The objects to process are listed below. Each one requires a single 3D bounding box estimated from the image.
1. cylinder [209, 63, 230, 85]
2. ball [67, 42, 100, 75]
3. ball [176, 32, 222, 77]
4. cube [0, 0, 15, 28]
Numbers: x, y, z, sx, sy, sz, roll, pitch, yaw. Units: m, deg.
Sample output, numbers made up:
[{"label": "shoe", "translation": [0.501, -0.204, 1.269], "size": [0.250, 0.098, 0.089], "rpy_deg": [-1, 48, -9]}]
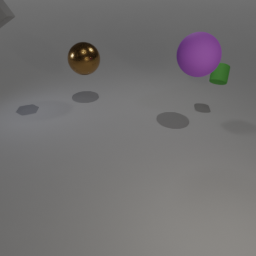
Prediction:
[{"label": "cylinder", "translation": [3.665, -2.156, 11.196], "size": [0.700, 0.700, 0.700], "rpy_deg": [13, -4, 1]}, {"label": "ball", "translation": [-1.899, -2.990, 12.091], "size": [1.400, 1.400, 1.400], "rpy_deg": [0, 29, 0]}, {"label": "ball", "translation": [2.261, -2.339, 8.957], "size": [1.400, 1.400, 1.400], "rpy_deg": [0, 29, 0]}, {"label": "cube", "translation": [-4.117, -3.585, 8.731], "size": [0.700, 0.700, 0.700], "rpy_deg": [-32, 19, 10]}]
